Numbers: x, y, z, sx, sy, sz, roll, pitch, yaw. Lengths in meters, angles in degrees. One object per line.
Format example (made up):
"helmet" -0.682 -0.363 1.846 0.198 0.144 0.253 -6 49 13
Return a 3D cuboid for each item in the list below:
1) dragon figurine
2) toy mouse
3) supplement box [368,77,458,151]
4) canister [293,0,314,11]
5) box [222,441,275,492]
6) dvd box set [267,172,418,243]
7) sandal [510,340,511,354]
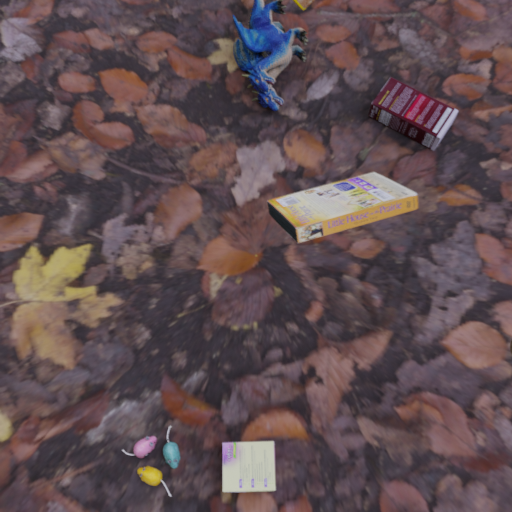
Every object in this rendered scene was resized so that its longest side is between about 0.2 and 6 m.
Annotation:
"dragon figurine" 0.008 -4.808 12.473 1.696 1.004 3.412 -25 70 -11
"toy mouse" -1.653 3.269 9.302 1.090 0.211 0.968 25 68 11
"supplement box" 3.329 -3.037 11.961 1.624 0.495 0.884 32 70 13
"canister" 1.092 -5.360 10.238 1.431 1.063 0.620 -37 53 23
"box" -0.121 3.437 9.117 0.852 0.412 0.750 -1 66 -2
"dvd box set" 1.202 -0.736 8.089 1.810 0.266 1.324 -16 25 -11
"sandal" 3.710 0.672 6.685 0.526 1.598 0.586 3 39 -29
